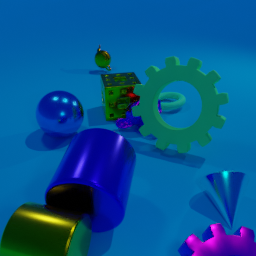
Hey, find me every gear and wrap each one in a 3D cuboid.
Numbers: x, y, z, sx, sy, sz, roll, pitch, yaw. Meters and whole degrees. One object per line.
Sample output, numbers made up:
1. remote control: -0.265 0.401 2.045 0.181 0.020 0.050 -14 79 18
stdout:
1. gear: 1.320 2.018 3.270 1.731 0.320 1.731 6 46 -7
2. gear: 1.127 -0.513 6.263 2.082 2.082 0.385 13 12 21

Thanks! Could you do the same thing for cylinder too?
1. cylinder: -1.099 1.579 3.905 0.932 0.932 0.932 8 32 13
2. cylinder: -0.560 0.843 4.654 1.245 1.245 1.245 5 38 8

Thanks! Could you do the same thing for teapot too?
1. teapot: -0.975 -2.778 11.137 0.706 1.135 0.556 -22 8 32

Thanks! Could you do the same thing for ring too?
1. ring: 1.217 -0.835 8.575 1.083 0.217 1.083 -6 28 3

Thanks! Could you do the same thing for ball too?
1. ball: -1.678 -0.345 6.938 1.168 1.168 1.168 0 31 0

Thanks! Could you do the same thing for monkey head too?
1. monkey head: 0.462 -0.273 7.338 1.474 0.888 1.061 -23 82 -24

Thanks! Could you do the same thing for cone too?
1. cone: 1.735 1.315 4.870 0.859 0.859 0.862 1 57 2

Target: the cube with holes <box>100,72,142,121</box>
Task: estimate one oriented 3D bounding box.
1. cube with holes: -0.215 -0.928 8.053 1.015 1.015 1.015 -6 31 -10
